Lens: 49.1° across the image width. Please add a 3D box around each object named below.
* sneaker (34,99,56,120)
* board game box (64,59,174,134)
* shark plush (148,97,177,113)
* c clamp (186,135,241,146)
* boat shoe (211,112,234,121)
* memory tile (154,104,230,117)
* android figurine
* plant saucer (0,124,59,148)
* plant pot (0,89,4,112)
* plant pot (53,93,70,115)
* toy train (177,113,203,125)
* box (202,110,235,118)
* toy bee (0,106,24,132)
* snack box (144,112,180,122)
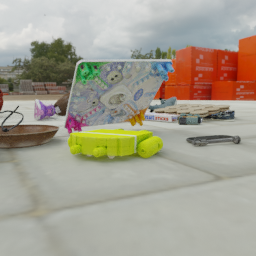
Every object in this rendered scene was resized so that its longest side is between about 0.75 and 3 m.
[{"bbox_3d":[-3.839,-0.825,12.972,0.987,0.898,2.232,6,4,-18],"label":"sneaker"},{"bbox_3d":[-0.298,-0.774,7.610,2.566,0.332,2.566,-7,-33,-26],"label":"board game box"},{"bbox_3d":[1.788,-1.224,15.428,2.339,0.974,1.062,-4,8,-27],"label":"shark plush"},{"bbox_3d":[2.031,0.301,6.561,1.437,0.195,1.227,-5,3,-22],"label":"c clamp"},{"bbox_3d":[4.054,-0.491,12.028,0.434,0.358,1.159,-8,9,-24],"label":"boat shoe"},{"bbox_3d":[2.870,-0.826,12.927,2.295,0.251,2.994,-14,14,-36],"label":"memory tile"},{"bbox_3d":[-0.307,0.280,5.581,1.882,0.425,2.068,3,7,23],"label":"android figurine"},{"bbox_3d":[-2.631,0.179,6.673,1.959,0.358,1.959,-1,8,0],"label":"plant saucer"},{"bbox_3d":[-7.421,-1.430,13.644,2.047,2.105,2.105,9,8,9],"label":"plant pot"},{"bbox_3d":[-3.374,-1.146,14.910,1.188,1.188,1.271,4,22,26],"label":"plant pot"},{"bbox_3d":[2.334,-0.307,10.595,0.974,0.415,0.555,3,20,9],"label":"toy train"},{"bbox_3d":[4.304,-0.676,13.516,1.486,0.372,1.497,3,8,25],"label":"box"},{"bbox_3d":[-4.398,-0.662,7.239,2.897,1.575,1.896,-21,45,4],"label":"toy bee"},{"bbox_3d":[1.155,-0.491,12.255,2.464,0.300,0.886,7,10,44],"label":"snack box"}]
